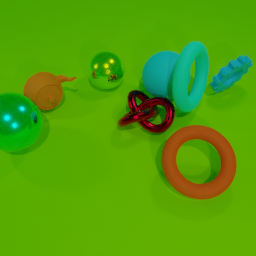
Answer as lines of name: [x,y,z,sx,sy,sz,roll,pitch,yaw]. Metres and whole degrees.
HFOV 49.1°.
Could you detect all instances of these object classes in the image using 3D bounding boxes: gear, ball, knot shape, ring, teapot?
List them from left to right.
ball: [-2.574,-0.133,6.222,1.321,1.321,1.321,0,49,0]
teapot: [-2.090,-0.938,7.258,1.631,1.014,0.799,-40,53,-12]
ball: [-0.607,-1.615,7.834,1.053,1.053,1.053,0,49,0]
knot shape: [0.511,-0.385,6.966,1.336,0.660,1.428,15,45,21]
ball: [1.015,-1.399,7.497,1.279,1.279,1.279,0,49,0]
ring: [1.571,-1.239,6.913,0.344,1.722,1.722,15,50,31]
ring: [1.474,0.686,5.828,1.569,0.314,1.569,1,72,-2]
gear: [2.751,-1.429,7.490,1.172,1.172,0.217,-25,68,-20]
